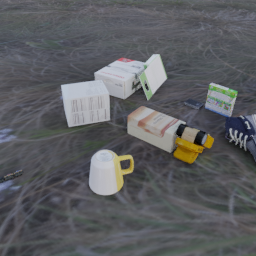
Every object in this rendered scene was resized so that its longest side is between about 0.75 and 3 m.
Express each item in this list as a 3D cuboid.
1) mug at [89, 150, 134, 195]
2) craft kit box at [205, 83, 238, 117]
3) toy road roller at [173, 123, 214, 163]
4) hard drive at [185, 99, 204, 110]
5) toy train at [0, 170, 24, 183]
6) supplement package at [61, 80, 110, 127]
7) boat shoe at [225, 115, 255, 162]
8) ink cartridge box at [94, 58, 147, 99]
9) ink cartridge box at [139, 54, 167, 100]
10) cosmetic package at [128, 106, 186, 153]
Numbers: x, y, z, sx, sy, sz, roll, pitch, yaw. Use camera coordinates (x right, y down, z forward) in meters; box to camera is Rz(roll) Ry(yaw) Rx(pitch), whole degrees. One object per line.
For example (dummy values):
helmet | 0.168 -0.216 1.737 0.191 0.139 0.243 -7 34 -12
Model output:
mug | -0.599 1.191 8.506 1.060 1.087 1.324 22 40 29
craft kit box | 3.911 -1.182 11.862 1.174 1.160 0.285 29 45 34
toy road roller | 2.185 0.588 9.697 0.984 1.169 1.601 24 5 31
hard drive | 2.970 -1.070 12.571 0.752 0.159 0.507 26 43 33
toy train | -3.740 1.536 8.846 0.862 0.147 0.198 -21 28 -26
supplement package | -1.737 -1.034 11.510 1.723 1.298 1.308 -10 36 -14
boat shoe | 4.100 0.446 9.818 1.295 1.043 2.793 -1 28 15
ink cartridge box | -0.251 -2.511 13.899 1.770 0.999 2.412 20 40 27
ink cartridge box | 1.079 -2.399 13.217 0.452 1.372 1.886 12 50 40
cosmetic package | 1.029 -0.001 10.421 1.955 0.853 1.011 23 41 30
